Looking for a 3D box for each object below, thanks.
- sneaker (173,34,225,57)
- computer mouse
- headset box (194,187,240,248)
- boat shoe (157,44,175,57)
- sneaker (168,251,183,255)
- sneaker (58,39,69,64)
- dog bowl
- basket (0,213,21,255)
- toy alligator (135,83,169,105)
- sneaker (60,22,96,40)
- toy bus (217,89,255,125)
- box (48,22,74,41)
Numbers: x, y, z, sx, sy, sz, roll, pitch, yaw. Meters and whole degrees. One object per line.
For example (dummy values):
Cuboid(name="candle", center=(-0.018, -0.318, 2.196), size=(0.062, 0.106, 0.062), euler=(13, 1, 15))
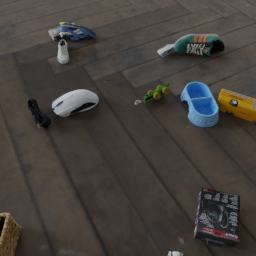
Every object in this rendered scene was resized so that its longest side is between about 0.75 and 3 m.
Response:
Cuboid(name="sneaker", center=(3.095, -3.512, 12.001), size=(2.229, 0.796, 0.891), euler=(-12, 48, -11))
Cuboid(name="computer mouse", center=(-2.261, -0.890, 10.060), size=(2.473, 0.542, 1.356), euler=(-23, 53, -17))
Cuboid(name="headset box", center=(2.357, 2.403, 7.402), size=(1.049, 0.544, 1.410), euler=(10, 53, 11))
Cuboid(name="boat shoe", center=(1.799, -3.485, 12.223), size=(1.151, 0.423, 0.376), euler=(-27, 55, -24))
Cuboid(name="sneaker", center=(1.165, 3.454, 6.707), size=(0.383, 0.364, 0.952), euler=(6, 52, -1))
Cuboid(name="sneaker", center=(-2.825, -3.301, 12.040), size=(0.487, 0.472, 1.333), euler=(-10, 52, -8))
Cuboid(name="dog bowl", center=(2.609, -0.925, 10.133), size=(1.084, 0.482, 1.946), euler=(-8, 51, -6))
Cuboid(name="basket", center=(-3.329, 2.834, 6.768), size=(0.977, 1.020, 1.369), euler=(2, 52, 1))
Cuboid(name="toy alligator", center=(0.947, -1.163, 10.412), size=(1.598, 0.384, 0.530), euler=(-31, 30, -13))
Cuboid(name="sneaker", center=(-2.316, -4.346, 12.852), size=(1.683, 0.692, 0.622), euler=(8, 21, -15))
Cuboid(name="toy bus", center=(4.082, -0.740, 9.917), size=(1.817, 0.591, 0.711), euler=(22, 53, 17))
Cuboid(name="box", center=(-3.040, -4.576, 13.224), size=(1.289, 0.224, 0.709), euler=(-27, 56, -20))
